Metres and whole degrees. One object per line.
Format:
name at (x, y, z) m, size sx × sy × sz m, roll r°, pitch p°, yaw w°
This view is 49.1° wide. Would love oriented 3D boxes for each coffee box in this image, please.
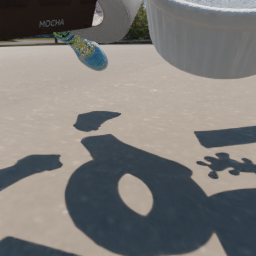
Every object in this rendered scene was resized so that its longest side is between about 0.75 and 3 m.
coffee box at (-1.989, -2.395, 3.743) m, size 2.998 × 1.197 × 1.694 m, roll 32°, pitch 36°, yaw 19°

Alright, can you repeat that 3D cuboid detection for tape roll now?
tape roll at (-0.958, -2.973, 6.096) m, size 2.480 × 0.819 × 2.480 m, roll 21°, pitch -16°, yaw 6°

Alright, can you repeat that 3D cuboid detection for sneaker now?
sneaker at (-1.708, -2.888, 9.529) m, size 2.356 × 0.937 × 1.538 m, roll 45°, pitch 11°, yaw 0°

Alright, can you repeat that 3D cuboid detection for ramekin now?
ramekin at (1.689, -2.245, 4.896) m, size 2.978 × 1.452 × 2.978 m, roll -3°, pitch 55°, yaw 4°
